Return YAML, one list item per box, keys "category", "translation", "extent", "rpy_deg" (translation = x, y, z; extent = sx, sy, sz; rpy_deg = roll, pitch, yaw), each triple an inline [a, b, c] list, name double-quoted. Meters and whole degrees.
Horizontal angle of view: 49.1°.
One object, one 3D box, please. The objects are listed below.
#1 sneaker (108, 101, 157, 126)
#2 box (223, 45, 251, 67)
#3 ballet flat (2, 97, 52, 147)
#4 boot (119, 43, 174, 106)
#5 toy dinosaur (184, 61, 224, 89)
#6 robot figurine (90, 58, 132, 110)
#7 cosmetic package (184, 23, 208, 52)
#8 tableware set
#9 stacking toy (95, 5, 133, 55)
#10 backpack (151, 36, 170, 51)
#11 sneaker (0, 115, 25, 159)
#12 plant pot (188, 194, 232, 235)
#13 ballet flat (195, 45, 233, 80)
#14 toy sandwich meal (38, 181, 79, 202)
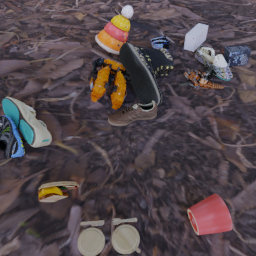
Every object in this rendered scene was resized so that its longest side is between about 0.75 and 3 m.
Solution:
- category: "sneaker"
  translation: [0.159, -0.590, 9.806]
  extent: [1.790, 0.676, 0.631]
  rpy_deg: [-12, 45, -13]
- category: "box"
  translation: [4.842, -3.227, 12.530]
  extent: [1.013, 0.752, 0.542]
  rpy_deg: [-8, 44, -7]
- category: "ballet flat"
  translation: [-3.378, -0.234, 9.449]
  extent: [0.910, 0.910, 2.620]
  rpy_deg: [-28, 52, -26]
- category: "boot"
  translation: [1.115, -2.177, 11.137]
  extent: [2.191, 1.047, 2.901]
  rpy_deg: [-10, 64, -38]
- category: "toy dinosaur"
  translation: [3.108, -2.025, 11.346]
  extent: [1.596, 0.815, 1.083]
  rpy_deg: [32, 92, 1]
- category: "robot figurine"
  translation: [-0.698, -1.832, 10.894]
  extent: [1.731, 0.695, 2.387]
  rpy_deg: [21, 42, -13]
- category: "cosmetic package"
  translation: [3.368, -4.483, 13.835]
  extent: [0.556, 0.791, 1.560]
  rpy_deg: [24, 48, 23]
- category: "tableware set"
  translation: [-0.448, 2.686, 6.650]
  extent: [1.467, 0.294, 0.970]
  rpy_deg: [-5, 55, 3]
- category: "stacking toy"
  translation: [-0.422, -4.565, 12.741]
  extent: [1.537, 2.104, 1.537]
  rpy_deg: [23, 32, -16]
- category: "backpack"
  translation: [1.524, -4.045, 13.530]
  extent: [0.839, 0.564, 0.766]
  rpy_deg: [-9, 44, -10]
- category: "sneaker"
  translation: [-3.920, 0.253, 8.920]
  extent: [0.780, 0.667, 1.881]
  rpy_deg: [-18, 49, -28]
- category: "plant pot"
  translation: [1.952, 2.162, 6.838]
  extent: [0.804, 0.909, 0.909]
  rpy_deg: [-18, 45, -4]
- category: "ballet flat"
  translation: [3.724, -2.950, 12.217]
  extent: [0.834, 0.834, 2.318]
  rpy_deg: [-18, 47, -18]
- category: "toy sandwich meal"
  translation: [-1.780, 1.634, 7.142]
  extent: [1.126, 1.126, 0.386]
  rpy_deg: [-5, 72, -5]
